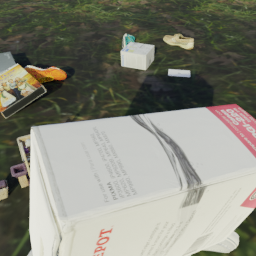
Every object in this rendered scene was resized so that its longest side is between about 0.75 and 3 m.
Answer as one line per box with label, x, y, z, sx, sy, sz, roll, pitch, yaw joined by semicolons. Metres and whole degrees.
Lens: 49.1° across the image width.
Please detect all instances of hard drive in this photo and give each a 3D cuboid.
hard drive;-5.520;-2.054;10.300;2.724;0.448;1.901;-18;41;-21

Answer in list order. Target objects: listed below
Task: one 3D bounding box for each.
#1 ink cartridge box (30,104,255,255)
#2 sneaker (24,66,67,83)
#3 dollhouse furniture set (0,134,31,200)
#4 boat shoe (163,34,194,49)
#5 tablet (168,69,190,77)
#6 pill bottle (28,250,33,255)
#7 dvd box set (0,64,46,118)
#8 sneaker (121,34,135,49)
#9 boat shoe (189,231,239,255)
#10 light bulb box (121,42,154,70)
ink cartridge box;0.247;0.800;3.150;2.508;1.827;1.063;-9;46;-28
sneaker;-2.996;-1.828;10.048;1.655;0.604;0.639;2;59;9
dollhouse furniture set;-2.563;0.489;6.398;1.332;1.193;1.681;-16;41;-20
boat shoe;2.324;-4.067;12.848;1.586;0.515;0.572;31;48;34
tablet;1.953;-2.100;10.686;0.825;0.056;0.537;5;38;7
pill bottle;-0.589;2.395;4.048;1.853;1.048;1.048;19;42;23
dvd box set;-3.758;-1.280;9.098;1.498;0.301;2.047;-38;50;-17
sneaker;0.016;-3.945;12.728;0.546;0.531;1.371;12;38;2
boat shoe;0.769;1.949;4.921;2.205;0.794;0.755;11;53;10
light bulb box;0.395;-2.893;11.205;1.063;0.663;1.054;14;40;18
